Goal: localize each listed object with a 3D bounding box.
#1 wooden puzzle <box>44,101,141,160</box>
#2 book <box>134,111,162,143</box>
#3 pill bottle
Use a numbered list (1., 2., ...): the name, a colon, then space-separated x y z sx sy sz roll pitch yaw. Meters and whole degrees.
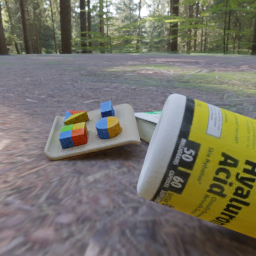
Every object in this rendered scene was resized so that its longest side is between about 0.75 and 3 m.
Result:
1. wooden puzzle: -0.726 -0.079 5.809 1.803 0.417 1.670 -9 29 0
2. book: 1.341 0.079 6.053 1.720 0.619 2.574 -7 17 -29
3. pill bottle: 1.273 0.505 3.004 2.145 1.194 1.194 18 19 2
